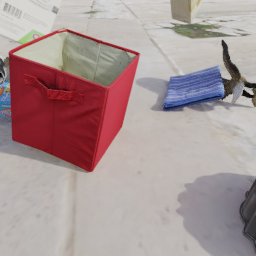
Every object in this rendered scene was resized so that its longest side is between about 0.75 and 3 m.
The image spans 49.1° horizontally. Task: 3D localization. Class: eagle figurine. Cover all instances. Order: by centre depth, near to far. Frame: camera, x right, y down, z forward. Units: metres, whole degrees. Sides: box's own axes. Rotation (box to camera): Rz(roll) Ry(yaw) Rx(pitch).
[{"bbox_3d":[3.605,-1.718,9.707,1.777,1.767,2.342,-47,60,-2],"label":"eagle figurine"}]

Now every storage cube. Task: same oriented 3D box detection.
[{"bbox_3d":[-1.299,-0.776,6.988,2.274,2.391,2.660,20,36,8],"label":"storage cube"}]

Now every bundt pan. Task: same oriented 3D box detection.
[{"bbox_3d":[3.574,1.508,4.927,2.897,1.087,2.897,0,31,0],"label":"bundt pan"}]

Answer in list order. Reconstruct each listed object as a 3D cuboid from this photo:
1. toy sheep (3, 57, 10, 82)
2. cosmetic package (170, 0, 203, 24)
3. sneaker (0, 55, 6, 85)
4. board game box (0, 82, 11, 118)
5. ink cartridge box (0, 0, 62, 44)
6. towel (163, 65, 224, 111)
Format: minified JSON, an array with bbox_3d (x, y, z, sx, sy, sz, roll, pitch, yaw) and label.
[{"bbox_3d":[-4.533,-1.960,10.349,1.916,1.321,1.321,13,33,37],"label":"toy sheep"},{"bbox_3d":[1.467,-3.502,6.944,0.597,1.681,0.884,24,81,18],"label":"cosmetic package"},{"bbox_3d":[-2.407,-0.951,5.151,0.296,0.784,0.446,-4,62,-21],"label":"sneaker"},{"bbox_3d":[-3.480,-0.931,9.171,2.276,0.512,1.731,4,31,-9],"label":"board game box"},{"bbox_3d":[-3.221,-3.922,8.773,1.034,2.461,1.791,29,9,41],"label":"ink cartridge box"},{"bbox_3d":[2.308,-1.511,9.933,1.998,0.329,2.759,-12,27,21],"label":"towel"}]
